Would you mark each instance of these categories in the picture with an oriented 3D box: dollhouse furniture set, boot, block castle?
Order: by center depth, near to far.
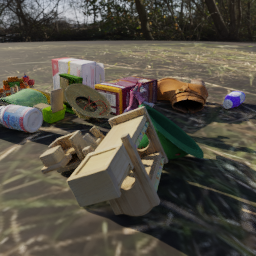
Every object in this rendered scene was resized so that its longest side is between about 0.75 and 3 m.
[{"bbox_3d":[-0.717,1.070,5.376,2.462,1.548,2.784,-19,15,21],"label":"dollhouse furniture set"},{"bbox_3d":[-3.340,-1.365,10.424,2.749,1.380,1.801,18,25,24],"label":"dollhouse furniture set"},{"bbox_3d":[1.907,-1.225,11.408,2.615,1.003,2.030,3,33,15],"label":"boot"},{"bbox_3d":[-5.532,-2.067,13.316,1.946,0.913,1.301,-14,25,-31],"label":"block castle"}]

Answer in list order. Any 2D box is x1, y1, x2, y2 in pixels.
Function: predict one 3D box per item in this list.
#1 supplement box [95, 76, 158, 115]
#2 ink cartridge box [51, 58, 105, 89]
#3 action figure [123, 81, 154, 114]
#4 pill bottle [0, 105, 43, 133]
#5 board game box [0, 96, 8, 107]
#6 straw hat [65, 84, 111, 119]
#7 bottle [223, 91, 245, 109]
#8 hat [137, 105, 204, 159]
[{"bbox_3d":[-0.021,-1.371,11.343,1.340,1.040,2.429,17,27,38],"label":"supplement box"},{"bbox_3d":[-2.357,-2.363,13.160,2.712,1.580,0.915,16,26,35],"label":"ink cartridge box"},{"bbox_3d":[0.210,-0.837,9.338,1.121,1.505,1.008,-4,23,-13],"label":"action figure"},{"bbox_3d":[-3.551,-0.333,9.045,1.439,0.782,0.782,9,23,25],"label":"pill bottle"},{"bbox_3d":[-4.794,-0.956,11.259,1.006,0.345,1.217,7,22,15],"label":"board game box"},{"bbox_3d":[-1.542,-0.732,10.003,1.749,0.740,1.749,21,40,-19],"label":"straw hat"},{"bbox_3d":[4.317,-1.140,11.513,0.632,0.494,1.514,15,26,34],"label":"bottle"},{"bbox_3d":[0.411,0.700,7.225,2.311,2.034,1.914,37,15,-1],"label":"hat"}]
